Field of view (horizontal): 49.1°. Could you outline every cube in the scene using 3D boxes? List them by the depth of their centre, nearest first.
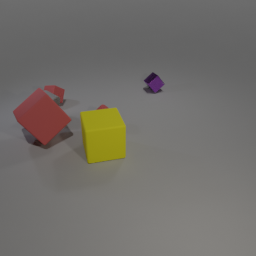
[{"bbox_3d":[-0.920,0.246,10.220,1.400,1.400,1.400,-8,33,-13],"label":"cube"},{"bbox_3d":[-3.284,-0.467,10.681,1.400,1.400,1.400,-45,32,-8],"label":"cube"},{"bbox_3d":[-3.605,-1.628,13.577,0.700,0.700,0.700,3,-9,31],"label":"cube"},{"bbox_3d":[1.405,-2.455,15.088,0.700,0.700,0.700,-43,33,4],"label":"cube"}]

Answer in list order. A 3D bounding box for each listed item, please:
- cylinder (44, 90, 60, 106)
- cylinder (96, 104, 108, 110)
[{"bbox_3d":[-3.417,-1.177,12.103,0.700,0.700,0.700,28,38,13],"label":"cylinder"},{"bbox_3d":[-1.113,-0.522,11.896,0.700,0.700,0.700,-40,26,19],"label":"cylinder"}]
